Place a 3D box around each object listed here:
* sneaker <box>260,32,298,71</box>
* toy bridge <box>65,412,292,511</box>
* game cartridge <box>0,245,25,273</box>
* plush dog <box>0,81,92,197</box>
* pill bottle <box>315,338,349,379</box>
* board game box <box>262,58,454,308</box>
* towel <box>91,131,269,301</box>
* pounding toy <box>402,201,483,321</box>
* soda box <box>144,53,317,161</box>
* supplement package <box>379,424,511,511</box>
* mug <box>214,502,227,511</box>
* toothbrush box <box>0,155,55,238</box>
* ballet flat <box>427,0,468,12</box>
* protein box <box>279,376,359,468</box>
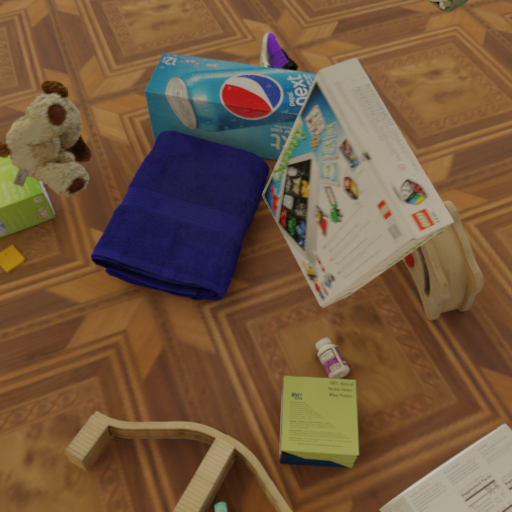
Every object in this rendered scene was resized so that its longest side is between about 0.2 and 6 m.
[{"bbox_3d":[0.616,-5.127,14.944,0.985,0.689,1.981,3,60,-5],"label":"sneaker"},{"bbox_3d":[-0.781,3.640,8.994,4.519,0.615,1.519,22,53,17],"label":"toy bridge"},{"bbox_3d":[-5.177,0.066,11.776,0.458,0.084,0.520,-39,67,-23],"label":"game cartridge"},{"bbox_3d":[-3.728,-2.201,10.110,1.527,1.903,1.635,5,39,13],"label":"plush dog"},{"bbox_3d":[1.388,1.897,10.353,0.406,0.406,0.723,-19,59,-13],"label":"pill bottle"},{"bbox_3d":[1.222,-0.781,8.573,0.672,3.886,2.453,-23,79,-16],"label":"board game box"},{"bbox_3d":[-1.468,-0.892,11.999,2.793,0.937,3.782,17,58,3],"label":"towel"},{"bbox_3d":[3.027,-0.160,11.124,1.702,1.697,2.967,-14,76,-9],"label":"pounding toy"},{"bbox_3d":[-0.109,-3.400,13.171,4.656,1.579,1.494,10,57,6],"label":"soda box"},{"bbox_3d":[3.109,3.689,8.445,1.998,1.556,1.108,-25,62,-16],"label":"supplement package"},{"bbox_3d":[-0.354,4.453,8.461,0.940,0.707,1.144,16,57,11],"label":"mug"},{"bbox_3d":[-5.709,-1.241,12.142,2.132,0.918,1.552,-23,59,-13],"label":"toothbrush box"},{"bbox_3d":[2.899,-4.986,10.002,1.946,0.656,0.620,40,66,21],"label":"ballet flat"},{"bbox_3d":[1.039,2.805,9.470,1.248,0.848,1.257,3,56,2],"label":"protein box"}]
